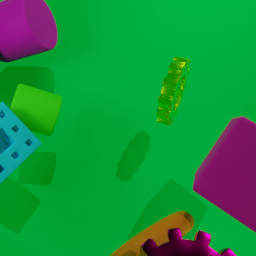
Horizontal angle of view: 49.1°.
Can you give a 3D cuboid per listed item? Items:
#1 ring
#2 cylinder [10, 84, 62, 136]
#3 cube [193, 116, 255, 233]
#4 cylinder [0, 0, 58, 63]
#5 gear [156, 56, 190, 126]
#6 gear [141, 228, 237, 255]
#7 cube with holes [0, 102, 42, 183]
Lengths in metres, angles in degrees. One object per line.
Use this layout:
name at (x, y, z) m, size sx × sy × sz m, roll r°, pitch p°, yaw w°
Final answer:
ring at (0.449, 2.295, 5.537) m, size 1.981 × 1.981 × 0.396 m, roll -32°, pitch 65°, yaw -5°
cylinder at (-1.880, -0.354, 5.671) m, size 0.867 × 0.867 × 0.867 m, roll 17°, pitch 81°, yaw -20°
cube at (2.069, 0.740, 4.760) m, size 1.376 × 1.376 × 1.376 m, roll 33°, pitch 99°, yaw 12°
cylinder at (-2.564, -2.333, 6.596) m, size 1.308 × 1.308 × 1.308 m, roll -10°, pitch 81°, yaw 18°
gear at (0.924, -0.735, 5.660) m, size 0.253 × 1.368 × 1.368 m, roll 18°, pitch 82°, yaw 16°
gear at (0.713, 2.044, 3.430) m, size 1.522 × 0.281 × 1.522 m, roll -3°, pitch 67°, yaw 6°
cube with holes at (-2.392, 0.329, 4.982) m, size 0.980 × 0.980 × 0.980 m, roll 51°, pitch 51°, yaw -16°
